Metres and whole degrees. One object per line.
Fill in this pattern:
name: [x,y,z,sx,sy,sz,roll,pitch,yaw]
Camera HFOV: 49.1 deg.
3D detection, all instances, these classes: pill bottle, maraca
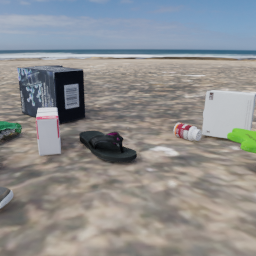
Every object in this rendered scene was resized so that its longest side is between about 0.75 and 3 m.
pill bottle: [1.974,0.142,9.240,0.853,0.482,0.482,18,25,42]
maraca: [3.795,0.392,6.482,2.895,1.549,1.985,4,15,-9]

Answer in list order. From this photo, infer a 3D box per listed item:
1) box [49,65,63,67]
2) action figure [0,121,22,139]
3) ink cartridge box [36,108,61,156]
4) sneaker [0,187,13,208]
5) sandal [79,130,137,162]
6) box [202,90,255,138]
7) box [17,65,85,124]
box: [-5.041,-3.201,18.014,1.621,1.593,1.004,-8,19,-26]
action figure: [-4.533,0.144,8.814,1.608,0.744,2.722,10,13,33]
ink cartridge box: [-2.398,0.055,8.490,0.629,1.080,1.492,-5,17,-14]
sneaker: [-3.218,1.196,5.359,1.916,0.785,0.738,-1,17,-2]
sandal: [-0.722,0.371,8.256,0.978,0.623,2.602,-12,21,-34]
box: [3.355,-0.452,9.309,1.504,1.496,0.983,9,14,26]
box: [-3.250,-1.506,11.828,2.767,2.053,1.481,14,22,40]
